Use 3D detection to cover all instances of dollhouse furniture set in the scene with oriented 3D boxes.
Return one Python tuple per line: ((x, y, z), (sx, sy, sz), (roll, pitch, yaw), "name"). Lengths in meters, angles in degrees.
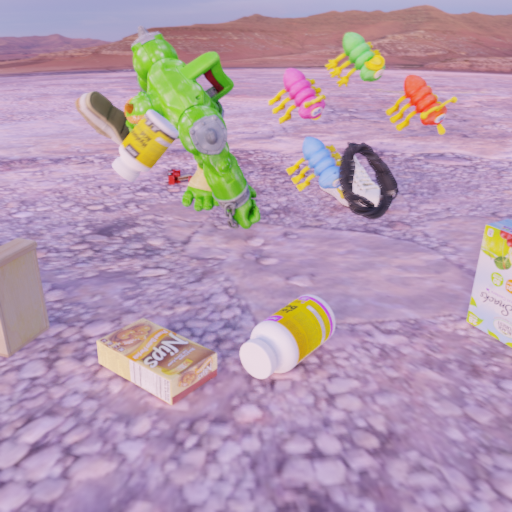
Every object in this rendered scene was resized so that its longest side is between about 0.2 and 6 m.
((-4.474, 0.477, 8.516), (2.286, 1.488, 2.100), (9, 25, 19), "dollhouse furniture set")

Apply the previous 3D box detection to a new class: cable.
((1.401, -1.000, 7.331), (0.850, 1.042, 0.265), (-38, 13, -26), "cable")

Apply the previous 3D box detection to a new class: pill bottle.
((0.440, 1.146, 7.900), (0.766, 0.766, 1.470), (18, 30, 35), "pill bottle")
((-1.828, -1.759, 9.108), (0.617, 1.109, 0.617), (39, 13, -11), "pill bottle")

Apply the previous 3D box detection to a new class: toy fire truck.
((-2.153, -2.262, 16.195), (0.808, 0.279, 1.145), (-2, 23, -6), "toy fire truck")

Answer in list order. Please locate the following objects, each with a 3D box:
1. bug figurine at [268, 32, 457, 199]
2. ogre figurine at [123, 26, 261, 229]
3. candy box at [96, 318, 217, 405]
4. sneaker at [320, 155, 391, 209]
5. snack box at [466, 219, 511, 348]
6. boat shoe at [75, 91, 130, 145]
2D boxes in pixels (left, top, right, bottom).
((1.752, -2.637, 9.947), (3.263, 2.530, 0.839), (-33, -11, -9), "bug figurine")
((-1.487, -2.963, 12.052), (2.292, 2.801, 4.671), (-13, 66, 2), "ogre figurine")
((-1.376, 1.408, 7.722), (1.508, 0.417, 0.870), (17, 28, 35), "candy box")
((2.500, -1.986, 14.536), (0.985, 1.145, 2.704), (-11, 27, -26), "sneaker")
((3.938, 0.502, 8.178), (0.577, 1.704, 1.437), (-13, 27, -27), "snack box")
((-3.390, -3.082, 12.954), (0.622, 1.819, 0.680), (1, 59, 34), "boat shoe")
